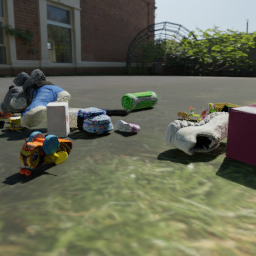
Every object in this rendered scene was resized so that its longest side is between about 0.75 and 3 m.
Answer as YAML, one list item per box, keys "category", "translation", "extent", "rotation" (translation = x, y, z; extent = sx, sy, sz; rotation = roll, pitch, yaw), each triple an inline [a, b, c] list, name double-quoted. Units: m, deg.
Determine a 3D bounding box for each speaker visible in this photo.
- category: "speaker"
  translation: [0.681, -1.566, 15.949]
  extent: [2.209, 0.977, 0.977]
  rotation: [-13, 19, -43]

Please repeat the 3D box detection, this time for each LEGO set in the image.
- category: "LEGO set"
  translation: [3.178, -0.690, 12.423]
  extent: [1.090, 0.882, 2.369]
  rotation: [-5, 14, -19]

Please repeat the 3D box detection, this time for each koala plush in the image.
- category: "koala plush"
  translation: [-5.617, -1.652, 15.119]
  extent: [2.143, 2.221, 2.417]
  rotation: [-1, 31, 39]

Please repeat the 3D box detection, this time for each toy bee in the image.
- category: "toy bee"
  translation: [-2.314, 0.637, 7.084]
  extent: [2.049, 1.114, 1.341]
  rotation: [21, -10, -40]

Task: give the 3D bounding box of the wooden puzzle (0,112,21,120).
- category: "wooden puzzle"
  translation: [-5.983, -0.451, 11.899]
  extent: [2.777, 0.195, 1.647]
  rotation: [-5, -1, -32]

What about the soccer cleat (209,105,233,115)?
- category: "soccer cleat"
  translation: [4.235, -0.429, 11.152]
  extent: [2.386, 0.967, 0.806]
  rotation: [-5, 15, -21]

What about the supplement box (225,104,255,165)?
- category: "supplement box"
  translation: [3.934, 0.084, 8.059]
  extent: [2.176, 1.424, 1.123]
  rotation: [-11, 17, -34]

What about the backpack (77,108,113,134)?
- category: "backpack"
  translation: [-1.208, -0.251, 10.684]
  extent: [1.176, 0.867, 1.289]
  rotation: [-10, 18, -37]

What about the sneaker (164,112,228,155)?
- category: "sneaker"
  translation: [2.540, 0.227, 8.716]
  extent: [2.818, 1.059, 1.142]
  rotation: [-13, 28, -27]

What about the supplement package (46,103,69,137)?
- category: "supplement package"
  translation: [-2.549, -0.307, 10.235]
  extent: [0.697, 1.164, 0.706]
  rotation: [-1, 15, -4]

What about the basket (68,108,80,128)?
- category: "basket"
  translation: [-2.304, -0.412, 11.673]
  extent: [1.133, 0.699, 0.768]
  rotation: [3, 14, 15]

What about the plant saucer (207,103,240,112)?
- category: "plant saucer"
  translation: [5.196, -1.099, 15.328]
  extent: [1.348, 0.327, 1.349]
  rotation: [-3, 14, -11]

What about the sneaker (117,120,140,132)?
- category: "sneaker"
  translation: [0.039, -0.019, 10.908]
  extent: [0.622, 0.395, 1.091]
  rotation: [6, 10, -35]

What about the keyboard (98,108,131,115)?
- category: "keyboard"
  translation: [-0.971, -0.842, 14.463]
  extent: [2.036, 0.261, 1.222]
  rotation: [3, 7, 15]

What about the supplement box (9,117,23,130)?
- category: "supplement box"
  translation: [-4.382, -0.212, 11.404]
  extent: [0.792, 0.434, 0.431]
  rotation: [-7, 14, -30]

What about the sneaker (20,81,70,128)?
- category: "sneaker"
  translation: [-3.635, -1.061, 11.216]
  extent: [1.410, 0.973, 2.535]
  rotation: [35, 46, 9]
